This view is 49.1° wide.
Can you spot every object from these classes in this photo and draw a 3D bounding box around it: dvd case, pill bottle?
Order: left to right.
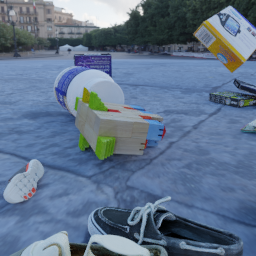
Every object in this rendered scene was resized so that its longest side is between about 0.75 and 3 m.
[{"bbox_3d":[-1.334,-1.121,9.416,1.733,1.733,2.896,-8,18,-26],"label":"pill bottle"},{"bbox_3d":[5.894,-1.534,12.143,2.441,0.302,1.835,21,20,7],"label":"dvd case"}]

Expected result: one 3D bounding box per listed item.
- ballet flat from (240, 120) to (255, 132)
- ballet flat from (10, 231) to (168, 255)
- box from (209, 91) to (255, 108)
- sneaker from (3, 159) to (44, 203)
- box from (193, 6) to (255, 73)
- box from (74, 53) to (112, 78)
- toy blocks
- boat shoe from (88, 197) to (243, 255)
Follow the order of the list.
[{"bbox_3d":[3.877,-0.034,8.137,1.118,0.398,0.387,9,16,28],"label":"ballet flat"},{"bbox_3d":[-0.529,1.398,2.994,1.964,0.626,0.662,2,17,8],"label":"ballet flat"},{"bbox_3d":[4.664,-1.293,12.350,1.365,0.377,1.704,-10,19,-27],"label":"box"},{"bbox_3d":[-1.901,0.992,4.949,0.484,0.455,1.181,-25,12,13],"label":"sneaker"},{"bbox_3d":[2.773,-2.452,7.441,1.371,0.478,2.303,47,46,3],"label":"box"},{"bbox_3d":[-1.512,-2.135,12.143,1.552,2.097,1.094,-5,17,-12],"label":"box"},{"bbox_3d":[-0.084,-0.066,7.014,2.016,1.474,2.949,5,14,-23],"label":"toy blocks"},{"bbox_3d":[0.338,1.239,3.407,2.003,0.684,0.739,13,21,36],"label":"boat shoe"}]
